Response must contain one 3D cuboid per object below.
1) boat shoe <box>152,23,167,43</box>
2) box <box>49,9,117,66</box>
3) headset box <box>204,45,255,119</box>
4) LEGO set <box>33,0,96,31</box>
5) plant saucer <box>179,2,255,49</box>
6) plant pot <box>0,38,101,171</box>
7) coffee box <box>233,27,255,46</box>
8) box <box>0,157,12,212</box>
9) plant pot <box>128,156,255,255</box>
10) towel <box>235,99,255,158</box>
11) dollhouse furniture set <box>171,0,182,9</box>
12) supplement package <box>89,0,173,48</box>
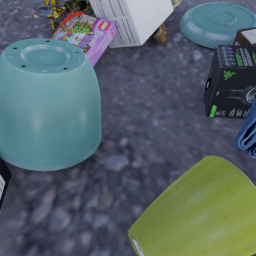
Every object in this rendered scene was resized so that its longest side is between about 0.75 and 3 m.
[{"bbox_3d":[1.085,-3.252,9.556,0.434,0.460,1.278,41,37,-23],"label":"boat shoe"},{"bbox_3d":[-1.617,-2.382,8.346,1.616,0.462,2.361,25,72,19],"label":"box"},{"bbox_3d":[2.870,-1.093,6.920,1.917,1.669,0.889,4,50,3],"label":"headset box"},{"bbox_3d":[-1.989,-4.379,9.616,2.270,1.711,2.953,-7,51,-6],"label":"LEGO set"},{"bbox_3d":[3.292,-3.746,9.897,2.921,0.400,2.921,-1,49,1],"label":"plant saucer"},{"bbox_3d":[-1.722,-0.681,6.031,2.504,2.010,2.504,7,39,-6],"label":"plant pot"},{"bbox_3d":[4.189,-2.378,8.339,2.000,1.130,0.798,-10,50,-9],"label":"coffee box"},{"bbox_3d":[-3.367,1.236,5.518,1.645,0.858,1.217,1,50,1],"label":"box"},{"bbox_3d":[1.008,1.640,4.653,1.870,1.750,1.750,-24,54,-16],"label":"plant pot"},{"bbox_3d":[2.551,-0.804,4.208,0.700,2.883,1.610,28,11,14],"label":"towel"},{"bbox_3d":[0.530,-5.075,10.159,2.168,1.900,1.440,8,44,42],"label":"dollhouse furniture set"},{"bbox_3d":[0.175,-4.058,9.022,1.342,1.884,2.420,6,46,36],"label":"supplement package"}]
